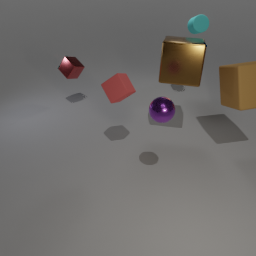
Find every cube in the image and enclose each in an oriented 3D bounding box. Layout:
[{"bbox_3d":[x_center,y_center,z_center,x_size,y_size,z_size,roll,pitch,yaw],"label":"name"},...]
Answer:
[{"bbox_3d":[1.887,-2.360,9.777,1.400,1.400,1.400,8,26,9],"label":"cube"},{"bbox_3d":[-2.486,-2.644,12.294,0.700,0.700,0.700,48,29,13],"label":"cube"},{"bbox_3d":[-0.297,-1.274,8.948,0.700,0.700,0.700,-30,-2,24],"label":"cube"},{"bbox_3d":[4.012,-1.450,9.330,1.400,1.400,1.400,-9,13,-5],"label":"cube"}]

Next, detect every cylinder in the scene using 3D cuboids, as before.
[{"bbox_3d":[2.933,-4.324,11.716,0.700,0.700,0.700,-4,13,-7],"label":"cylinder"}]

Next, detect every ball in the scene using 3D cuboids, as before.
[{"bbox_3d":[0.899,-0.478,7.403,0.700,0.700,0.700,0,32,0],"label":"ball"}]
